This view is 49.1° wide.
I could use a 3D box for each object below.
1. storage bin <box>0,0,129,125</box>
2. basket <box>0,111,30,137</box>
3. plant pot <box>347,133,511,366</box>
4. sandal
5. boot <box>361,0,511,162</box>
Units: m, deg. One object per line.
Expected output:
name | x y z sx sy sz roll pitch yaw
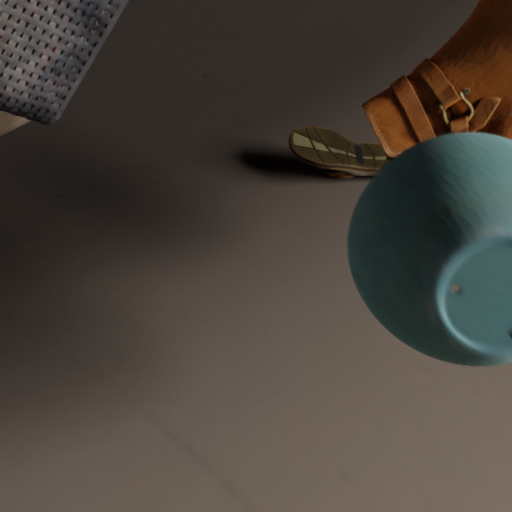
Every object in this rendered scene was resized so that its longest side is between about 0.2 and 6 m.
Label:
storage bin | -2.557 -3.094 6.322 1.255 2.678 1.810 10 37 -53
basket | -4.865 -2.475 8.562 2.393 1.805 2.654 51 45 2
plant pot | 1.633 0.081 4.135 1.834 1.834 1.235 6 18 4
sandal | 1.411 -1.554 8.978 1.891 0.516 0.773 7 58 -12
boot | 2.060 -1.974 5.677 2.102 2.708 1.038 -18 36 16
